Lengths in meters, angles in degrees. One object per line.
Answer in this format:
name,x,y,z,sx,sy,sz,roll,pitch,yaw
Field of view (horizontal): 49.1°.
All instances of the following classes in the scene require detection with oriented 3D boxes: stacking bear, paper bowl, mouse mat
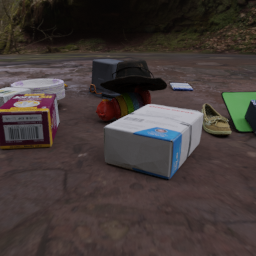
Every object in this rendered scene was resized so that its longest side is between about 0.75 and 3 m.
stacking bear,-0.247,-0.855,11.132,2.042,1.161,1.240,-14,27,-18
paper bowl,-4.078,-1.509,12.855,2.332,1.213,2.332,0,19,0
mouse mat,5.059,-0.659,10.570,2.692,0.101,2.166,-1,48,-3

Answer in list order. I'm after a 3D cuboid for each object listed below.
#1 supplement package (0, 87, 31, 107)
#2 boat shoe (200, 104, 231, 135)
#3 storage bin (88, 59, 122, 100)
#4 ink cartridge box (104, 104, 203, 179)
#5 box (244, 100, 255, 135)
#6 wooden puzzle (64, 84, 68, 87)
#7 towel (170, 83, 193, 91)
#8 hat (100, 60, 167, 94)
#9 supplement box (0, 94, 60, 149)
supplement package,-4.765,-0.879,11.087,1.181,1.173,1.557,6,20,17
boat shoe,3.132,-0.316,10.207,0.786,0.678,2.154,0,19,0
storage bin,-1.081,-2.758,15.484,2.068,1.909,2.842,-12,22,-32
ink cartridge box,0.821,0.218,7.945,1.917,1.124,2.619,11,21,28
box,5.025,-0.355,9.620,1.511,0.809,1.122,-2,41,-4
wooden puzzle,-4.764,-2.349,16.833,2.516,0.294,1.697,-11,17,-29
towel,3.321,-2.555,17.518,1.238,0.201,1.686,2,21,-1
hat,0.199,-2.109,11.044,2.797,1.128,2.797,-3,-4,0
supplement box,-3.219,-0.316,9.357,1.563,1.232,2.387,-3,19,-8
